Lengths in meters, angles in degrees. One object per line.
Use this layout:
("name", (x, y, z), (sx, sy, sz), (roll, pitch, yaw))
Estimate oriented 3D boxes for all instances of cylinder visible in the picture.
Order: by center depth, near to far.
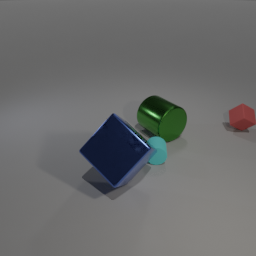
("cylinder", (0.938, 0.754, 9.362), (0.700, 0.700, 0.700), (2, 28, 3))
("cylinder", (1.283, -0.383, 10.723), (1.400, 1.400, 1.400), (-17, 32, -29))

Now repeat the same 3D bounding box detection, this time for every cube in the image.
("cube", (-0.218, 0.646, 7.844), (1.400, 1.400, 1.400), (43, 3, 14))
("cube", (4.496, -0.421, 11.033), (0.700, 0.700, 0.700), (22, 57, -24))
